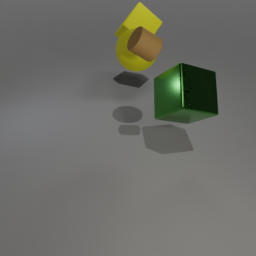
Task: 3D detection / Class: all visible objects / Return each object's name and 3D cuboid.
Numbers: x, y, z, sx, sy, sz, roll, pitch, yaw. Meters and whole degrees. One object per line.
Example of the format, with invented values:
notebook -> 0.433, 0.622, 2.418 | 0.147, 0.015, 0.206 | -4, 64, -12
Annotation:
cube -> 1.759, -1.000, 8.687 | 1.400, 1.400, 1.400 | 7, -14, -28
cylinder -> 0.448, -2.252, 7.544 | 0.700, 0.700, 0.700 | 23, 22, -29
ball -> 0.292, -2.594, 9.328 | 1.400, 1.400, 1.400 | 0, 32, 0
cube -> 0.469, -4.649, 13.134 | 1.400, 1.400, 1.400 | -57, 15, -11
